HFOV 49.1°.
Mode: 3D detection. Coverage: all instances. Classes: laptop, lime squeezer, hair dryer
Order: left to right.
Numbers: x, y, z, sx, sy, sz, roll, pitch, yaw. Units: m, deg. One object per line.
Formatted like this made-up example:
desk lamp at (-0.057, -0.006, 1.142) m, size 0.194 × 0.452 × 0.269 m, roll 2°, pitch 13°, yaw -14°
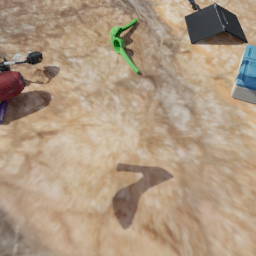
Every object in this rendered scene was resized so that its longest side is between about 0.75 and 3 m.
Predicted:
hair dryer at (-3.734, -1.339, 7.851) m, size 2.035 × 0.726 × 2.672 m, roll 2°, pitch 39°, yaw 17°
lime squeezer at (-0.143, -2.780, 9.146) m, size 0.944 × 0.504 × 2.674 m, roll 19°, pitch 50°, yaw -25°
laptop at (3.025, -3.464, 9.755) m, size 1.666 × 0.965 × 1.560 m, roll 16°, pitch 52°, yaw -24°

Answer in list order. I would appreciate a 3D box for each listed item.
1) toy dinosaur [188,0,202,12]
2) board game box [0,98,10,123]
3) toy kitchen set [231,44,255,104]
toy dinosaur at (1.129, -3.114, 5.370) m, size 1.915 × 1.108 × 2.110 m, roll 26°, pitch 15°, yaw 39°
board game box at (-4.172, -0.555, 7.641) m, size 1.655 × 0.267 × 0.994 m, roll -1°, pitch 51°, yaw 0°
toy kitchen set at (4.604, -1.736, 7.128) m, size 2.990 × 2.395 × 1.761 m, roll 18°, pitch 58°, yaw 12°
